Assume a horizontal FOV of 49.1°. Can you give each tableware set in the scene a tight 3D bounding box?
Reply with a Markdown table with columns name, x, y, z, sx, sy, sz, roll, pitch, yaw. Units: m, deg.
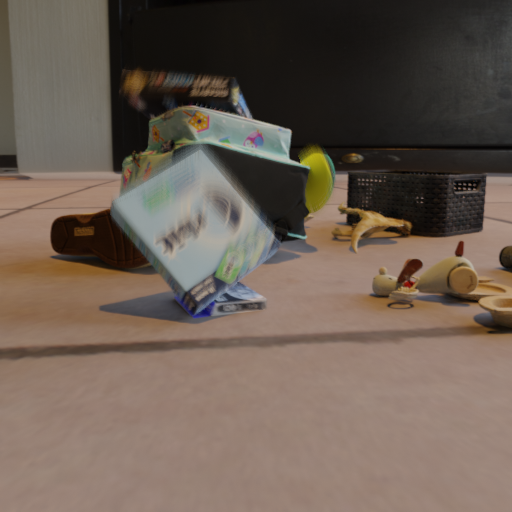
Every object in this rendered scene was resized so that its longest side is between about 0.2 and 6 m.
| name | x | y | z | sx | sy | sz | roll | pitch | yaw |
| --- | --- | --- | --- | --- | --- | --- | --- | --- | --- |
| tableware set | 3.428 | 0.495 | 6.611 | 2.035 | 0.283 | 2.436 | -1 | 11 | -1 |

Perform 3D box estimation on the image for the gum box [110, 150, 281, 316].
| name | x | y | z | sx | sy | sz | roll | pitch | yaw |
| --- | --- | --- | --- | --- | --- | --- | --- | --- | --- |
| gum box | -0.688 | -0.305 | 6.486 | 1.300 | 1.530 | 0.341 | -37 | -7 | -28 |

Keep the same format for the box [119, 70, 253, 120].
| name | x | y | z | sx | sy | sz | roll | pitch | yaw |
| --- | --- | --- | --- | --- | --- | --- | --- | --- | --- |
| box | -1.218 | -2.831 | 10.512 | 2.029 | 0.508 | 2.044 | 7 | -4 | 9 |

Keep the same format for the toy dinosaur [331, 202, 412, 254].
| name | x | y | z | sx | sy | sz | roll | pitch | yaw |
| --- | --- | --- | --- | --- | --- | --- | --- | --- | --- |
| toy dinosaur | 2.250 | -0.650 | 11.377 | 1.343 | 0.773 | 2.656 | 10 | 15 | 38 |

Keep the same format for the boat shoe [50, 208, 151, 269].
| name | x | y | z | sx | sy | sz | roll | pitch | yaw |
| --- | --- | --- | --- | --- | --- | --- | --- | --- | --- |
| boat shoe | -2.278 | -0.338 | 9.340 | 2.600 | 0.960 | 0.962 | 10 | 5 | 35 |

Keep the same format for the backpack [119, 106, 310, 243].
| name | x | y | z | sx | sy | sz | roll | pitch | yaw |
| --- | --- | --- | --- | --- | --- | --- | --- | --- | --- |
| backpack | -0.955 | -1.282 | 10.128 | 2.830 | 2.468 | 3.220 | 1 | -6 | -38 |

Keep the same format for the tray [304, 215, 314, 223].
| name | x | y | z | sx | sy | sz | roll | pitch | yaw |
| --- | --- | --- | --- | --- | --- | --- | --- | --- | --- |
| tray | -0.213 | -0.786 | 13.236 | 2.925 | 0.324 | 1.570 | -8 | 12 | -34 |

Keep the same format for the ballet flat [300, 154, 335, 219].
| name | x | y | z | sx | sy | sz | roll | pitch | yaw |
| --- | --- | --- | --- | --- | --- | --- | --- | --- | --- |
| ballet flat | 0.803 | -1.172 | 10.958 | 0.900 | 0.897 | 2.684 | -19 | -8 | -10 |

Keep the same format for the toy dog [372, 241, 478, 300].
| name | x | y | z | sx | sy | sz | roll | pitch | yaw |
| --- | --- | --- | --- | --- | --- | --- | --- | --- | --- |
| toy dog | 2.151 | 0.163 | 7.012 | 1.324 | 0.638 | 0.873 | -5 | 0 | -5 |

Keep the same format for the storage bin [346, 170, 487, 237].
| name | x | y | z | sx | sy | sz | roll | pitch | yaw |
| --- | --- | --- | --- | --- | --- | --- | --- | --- | --- |
| storage bin | 3.755 | -1.337 | 13.412 | 1.964 | 1.362 | 2.905 | -7 | 14 | -35 |

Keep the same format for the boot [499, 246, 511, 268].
| name | x | y | z | sx | sy | sz | roll | pitch | yaw |
| --- | --- | --- | --- | --- | --- | --- | --- | --- | --- |
| boot | 4.894 | -0.013 | 8.362 | 2.107 | 0.713 | 1.376 | 1 | 5 | -2 |

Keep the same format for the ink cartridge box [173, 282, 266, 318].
| name | x | y | z | sx | sy | sz | roll | pitch | yaw |
| --- | --- | --- | --- | --- | --- | --- | --- | --- | --- |
| ink cartridge box | -0.462 | 0.515 | 6.800 | 0.904 | 0.196 | 0.895 | -4 | 13 | -24 |
